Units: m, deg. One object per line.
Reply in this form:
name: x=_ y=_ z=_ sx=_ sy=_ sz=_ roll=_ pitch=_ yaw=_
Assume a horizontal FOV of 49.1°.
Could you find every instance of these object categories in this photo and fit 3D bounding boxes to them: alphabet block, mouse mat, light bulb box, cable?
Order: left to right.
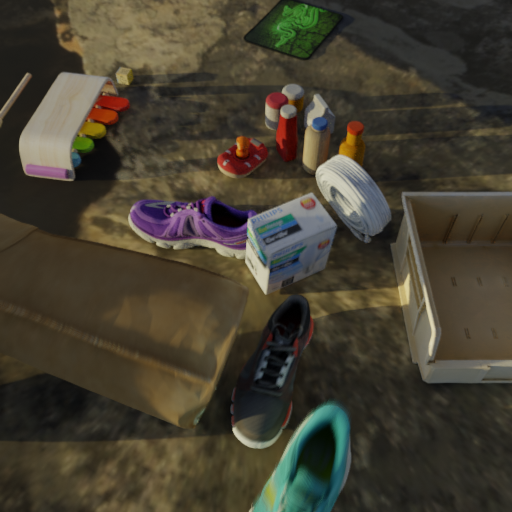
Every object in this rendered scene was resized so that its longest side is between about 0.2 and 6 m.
alphabet block: x=-2.573 y=-3.522 z=10.967 sx=0.239 sy=0.234 sz=0.235 roll=12 pitch=56 yaw=10
light bulb box: x=0.461 y=-0.158 z=7.899 sx=1.065 sy=1.074 sz=0.670 roll=-24 pitch=61 yaw=-17
mouse mat: x=0.821 y=-4.947 z=12.132 sx=1.568 sy=0.073 sz=1.948 roll=24 pitch=56 yaw=17
cable: x=1.394 y=-0.853 z=8.007 sx=0.442 sy=1.277 sz=1.276 roll=-39 pitch=81 yaw=-6

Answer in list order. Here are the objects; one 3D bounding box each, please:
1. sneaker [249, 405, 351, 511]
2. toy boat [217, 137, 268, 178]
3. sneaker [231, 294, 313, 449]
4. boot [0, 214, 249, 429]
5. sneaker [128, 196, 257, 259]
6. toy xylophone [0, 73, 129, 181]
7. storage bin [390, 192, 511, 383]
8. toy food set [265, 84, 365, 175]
sneaker: x=0.365 y=2.678 z=5.876 sx=0.960 sy=0.987 sz=2.478 roll=20 pitch=57 yaw=11
toy boat: x=-0.237 y=-1.744 z=9.413 sx=0.601 sy=0.602 sz=0.920 roll=35 pitch=61 yaw=23
sneaker: x=0.191 y=1.325 z=6.976 sx=0.782 sy=0.831 sz=2.030 roll=14 pitch=57 yaw=8
boot: x=-2.403 y=1.266 z=6.591 sx=3.808 sy=1.259 sz=3.335 roll=21 pitch=96 yaw=-6
sneaker: x=-0.899 y=-0.612 z=8.415 sx=2.080 sy=0.868 sz=0.839 roll=8 pitch=53 yaw=7
toy xylophone: x=-3.495 y=-2.470 z=9.931 sx=1.841 sy=0.632 sz=2.515 roll=15 pitch=55 yaw=11
storage bin: x=3.244 y=0.393 z=7.501 sx=2.425 sy=1.136 sz=2.407 roll=0 pitch=53 yaw=-1
toy food set: x=0.882 y=-2.335 z=9.554 sx=1.142 sy=1.076 sz=2.392 roll=-18 pitch=55 yaw=-13
